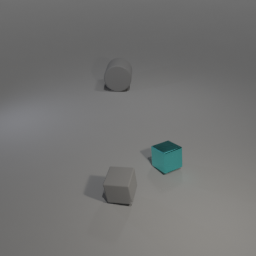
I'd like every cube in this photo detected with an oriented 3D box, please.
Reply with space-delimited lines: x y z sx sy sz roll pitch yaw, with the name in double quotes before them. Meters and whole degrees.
"cube" 1.218 0.895 8.808 0.700 0.700 0.700 -16 23 -26
"cube" -0.192 1.533 7.530 0.700 0.700 0.700 1 36 15

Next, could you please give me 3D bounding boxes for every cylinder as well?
"cylinder" -0.498 -2.827 14.769 1.400 1.400 1.400 1 31 2
